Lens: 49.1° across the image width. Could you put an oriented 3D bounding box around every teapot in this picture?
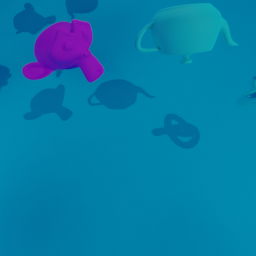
[{"bbox_3d":[0.964,-1.473,4.452,1.783,0.873,1.109,-10,18,-10],"label":"teapot"}]

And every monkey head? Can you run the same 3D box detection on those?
[{"bbox_3d":[-0.920,-1.164,4.468,1.443,0.869,1.038,-49,115,-31],"label":"monkey head"}]

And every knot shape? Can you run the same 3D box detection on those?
[{"bbox_3d":[2.236,-0.470,4.443,1.151,0.532,1.077,15,21,-7],"label":"knot shape"}]

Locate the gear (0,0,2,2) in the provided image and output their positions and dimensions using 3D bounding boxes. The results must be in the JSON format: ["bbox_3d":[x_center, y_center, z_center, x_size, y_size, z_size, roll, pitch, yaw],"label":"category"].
[{"bbox_3d":[-2.514,-2.014,4.101,0.238,1.285,1.285,28,63,26],"label":"gear"}]
